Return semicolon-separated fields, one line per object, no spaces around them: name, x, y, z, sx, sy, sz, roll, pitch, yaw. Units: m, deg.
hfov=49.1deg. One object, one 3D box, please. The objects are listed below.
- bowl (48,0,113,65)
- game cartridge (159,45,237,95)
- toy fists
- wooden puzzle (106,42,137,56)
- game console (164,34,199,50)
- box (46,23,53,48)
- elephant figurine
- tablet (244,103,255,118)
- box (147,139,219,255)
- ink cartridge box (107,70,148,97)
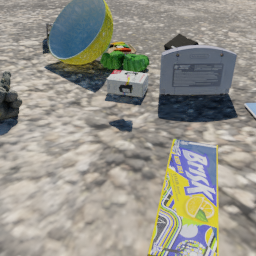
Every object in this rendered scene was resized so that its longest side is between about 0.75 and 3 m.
bowl;-1.587;-3.612;11.083;2.853;2.853;1.535;29;0;37
game cartridge;2.092;-1.751;8.546;2.223;1.482;0.450;0;33;-2
toy fists;-0.131;-2.516;10.522;1.861;0.640;0.949;14;36;19
wooden puzzle;-0.392;-3.535;12.462;1.398;0.242;2.073;-13;35;-19
game console;2.647;-3.528;12.530;1.416;0.937;1.610;-36;38;0
box;-2.607;-4.662;13.784;2.754;0.685;2.172;-9;34;-13
elephant figurine;-3.587;-0.886;7.747;1.095;0.998;1.411;-10;38;-42
tablet;3.868;-0.343;7.636;0.908;0.095;1.395;-2;32;-3
box;0.963;1.239;4.509;0.893;0.819;2.548;8;33;12
ink cartridge box;0.007;-1.447;8.984;1.171;0.485;0.853;8;34;13
